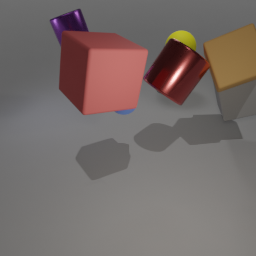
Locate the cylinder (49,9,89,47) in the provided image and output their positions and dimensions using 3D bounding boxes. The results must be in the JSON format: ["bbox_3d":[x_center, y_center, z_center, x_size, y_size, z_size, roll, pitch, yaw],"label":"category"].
[{"bbox_3d":[-2.412,-4.154,11.953,1.400,1.400,1.400,-17,25,8],"label":"cylinder"}]

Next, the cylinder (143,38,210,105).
[{"bbox_3d":[1.381,-1.601,8.093,1.400,1.400,1.400,33,12,-8],"label":"cylinder"}]

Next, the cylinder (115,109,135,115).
[{"bbox_3d":[-0.110,-0.839,7.685,0.700,0.700,0.700,1,37,1],"label":"cylinder"}]

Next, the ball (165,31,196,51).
[{"bbox_3d":[2.383,-3.679,12.710,1.400,1.400,1.400,0,31,0],"label":"ball"}]

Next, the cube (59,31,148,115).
[{"bbox_3d":[-0.614,-1.279,6.295,1.400,1.400,1.400,-10,35,-33],"label":"cube"}]

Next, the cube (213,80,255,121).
[{"bbox_3d":[3.893,-1.284,9.952,1.400,1.400,1.400,-13,27,15],"label":"cube"}]

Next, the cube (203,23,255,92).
[{"bbox_3d":[3.143,-1.993,8.323,1.400,1.400,1.400,-19,-3,16],"label":"cube"}]
